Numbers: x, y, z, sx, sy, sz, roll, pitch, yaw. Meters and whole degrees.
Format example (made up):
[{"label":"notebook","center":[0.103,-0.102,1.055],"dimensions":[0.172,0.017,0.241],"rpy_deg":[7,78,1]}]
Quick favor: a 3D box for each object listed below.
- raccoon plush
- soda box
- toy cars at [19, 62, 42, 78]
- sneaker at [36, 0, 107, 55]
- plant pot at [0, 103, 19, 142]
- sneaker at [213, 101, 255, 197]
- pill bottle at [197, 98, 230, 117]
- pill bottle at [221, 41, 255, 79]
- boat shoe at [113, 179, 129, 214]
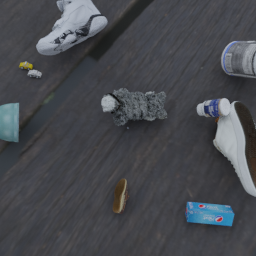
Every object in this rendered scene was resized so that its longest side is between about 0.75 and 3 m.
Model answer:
[{"label":"raccoon plush","center":[0.290,-0.512,7.668],"dimensions":[1.482,2.212,1.070],"rpy_deg":[-1,104,12]},{"label":"soda box","center":[2.069,2.190,7.152],"dimensions":[1.129,0.362,0.383],"rpy_deg":[5,108,2]},{"label":"toy cars","center":[-3.219,-1.947,9.223],"dimensions":[0.876,0.194,0.393],"rpy_deg":[41,53,16]},{"label":"sneaker","center":[-2.075,-3.516,9.172],"dimensions":[2.704,1.016,1.554],"rpy_deg":[-37,100,-27]},{"label":"plant pot","center":[-3.433,-0.154,7.776],"dimensions":[0.744,1.110,1.110],"rpy_deg":[0,63,-23]},{"label":"sneaker","center":[3.002,0.658,7.579],"dimensions":[0.983,1.143,2.699],"rpy_deg":[17,52,-22]},{"label":"pill bottle","center":[2.374,-0.550,7.841],"dimensions":[0.467,0.841,0.467],"rpy_deg":[3,85,-39]},{"label":"pill bottle","center":[3.809,-2.001,8.256],"dimensions":[1.095,1.095,1.925],"rpy_deg":[-31,26,-14]},{"label":"boat shoe","center":[-0.152,1.829,7.489],"dimensions":[0.330,0.329,0.915],"rpy_deg":[-12,57,37]}]
